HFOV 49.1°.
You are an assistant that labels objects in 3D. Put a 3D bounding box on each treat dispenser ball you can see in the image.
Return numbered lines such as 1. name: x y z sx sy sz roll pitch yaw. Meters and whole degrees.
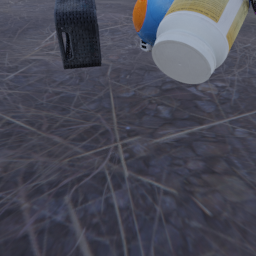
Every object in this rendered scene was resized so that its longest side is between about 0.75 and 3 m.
1. treat dispenser ball: 1.143 -3.816 9.665 1.959 1.959 1.959 0 33 0

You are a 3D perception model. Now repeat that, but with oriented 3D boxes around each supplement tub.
1. supplement tub: 2.042 -2.863 7.880 2.037 2.037 2.822 20 70 28

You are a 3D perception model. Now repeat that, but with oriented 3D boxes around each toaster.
1. toaster: 0.975 -3.520 11.713 0.697 0.613 1.078 -10 28 -19

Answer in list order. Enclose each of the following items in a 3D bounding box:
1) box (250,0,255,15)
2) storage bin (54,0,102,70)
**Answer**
1. box: 3.672 -3.495 7.404 0.807 0.204 1.129 -25 -17 28
2. storage bin: -1.372 -2.821 7.860 1.056 1.523 2.252 -7 43 -6
